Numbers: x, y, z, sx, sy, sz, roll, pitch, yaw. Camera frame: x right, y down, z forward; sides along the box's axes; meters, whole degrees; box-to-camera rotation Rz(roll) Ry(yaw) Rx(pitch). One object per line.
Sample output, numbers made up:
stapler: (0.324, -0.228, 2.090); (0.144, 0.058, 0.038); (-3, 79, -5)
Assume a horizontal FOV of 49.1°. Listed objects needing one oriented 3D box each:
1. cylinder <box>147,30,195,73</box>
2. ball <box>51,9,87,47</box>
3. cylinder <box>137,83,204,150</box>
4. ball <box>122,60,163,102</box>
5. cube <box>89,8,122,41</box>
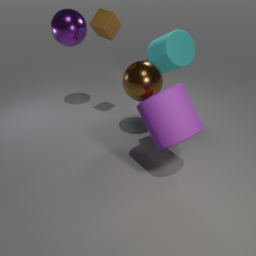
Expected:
cylinder: (1.681, -2.996, 11.116); (1.400, 1.400, 1.400); (-16, 8, -27)
ball: (-2.300, -3.913, 10.955); (1.400, 1.400, 1.400); (0, 28, 0)
cylinder: (1.153, -0.307, 7.765); (1.400, 1.400, 1.400); (-27, 0, 0)
ball: (0.505, -1.613, 9.669); (1.400, 1.400, 1.400); (0, 28, 0)
cube: (-0.778, -3.612, 9.779); (0.700, 0.700, 0.700); (28, -6, 28)
